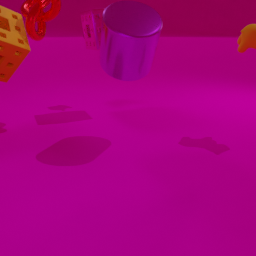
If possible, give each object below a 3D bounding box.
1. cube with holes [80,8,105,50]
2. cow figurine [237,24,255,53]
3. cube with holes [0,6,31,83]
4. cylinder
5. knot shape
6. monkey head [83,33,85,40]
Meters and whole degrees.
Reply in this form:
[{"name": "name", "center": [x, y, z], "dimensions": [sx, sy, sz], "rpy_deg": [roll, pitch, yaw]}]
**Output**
[{"name": "cube with holes", "center": [-0.709, -3.068, 8.647], "dimensions": [1.100, 1.100, 1.100], "rpy_deg": [-16, 23, -20]}, {"name": "cow figurine", "center": [3.268, -2.223, 6.478], "dimensions": [1.220, 1.200, 0.670], "rpy_deg": [12, 57, 1]}, {"name": "cube with holes", "center": [-3.634, -2.280, 7.319], "dimensions": [1.374, 1.374, 1.374], "rpy_deg": [9, 52, -48]}, {"name": "cylinder", "center": [0.022, -1.929, 6.283], "dimensions": [1.268, 1.268, 1.268], "rpy_deg": [4, 55, -6]}, {"name": "knot shape", "center": [-2.417, -3.115, 7.604], "dimensions": [0.725, 1.468, 1.568], "rpy_deg": [10, 2, -36]}, {"name": "monkey head", "center": [-1.142, -3.258, 9.734], "dimensions": [0.801, 1.113, 0.671], "rpy_deg": [-27, -17, 26]}]
